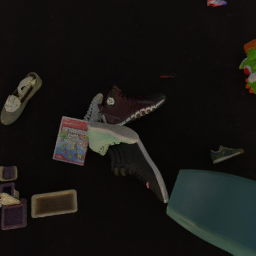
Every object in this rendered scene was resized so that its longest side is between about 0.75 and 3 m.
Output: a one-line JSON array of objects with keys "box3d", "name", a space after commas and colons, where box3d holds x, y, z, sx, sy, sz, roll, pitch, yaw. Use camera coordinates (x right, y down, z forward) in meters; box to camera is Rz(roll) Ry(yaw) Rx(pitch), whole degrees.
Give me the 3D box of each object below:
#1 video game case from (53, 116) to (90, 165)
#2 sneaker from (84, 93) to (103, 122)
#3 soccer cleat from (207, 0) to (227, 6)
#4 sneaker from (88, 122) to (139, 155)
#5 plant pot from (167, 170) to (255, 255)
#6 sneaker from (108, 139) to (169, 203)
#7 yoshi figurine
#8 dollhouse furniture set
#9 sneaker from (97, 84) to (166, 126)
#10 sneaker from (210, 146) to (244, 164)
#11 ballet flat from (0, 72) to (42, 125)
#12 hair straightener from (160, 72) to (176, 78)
[{"box3d": [-2.141, 0.487, 10.885, 1.221, 0.149, 1.708, 11, 85, 5], "name": "video game case"}, {"box3d": [-1.327, -0.617, 11.487, 0.678, 0.628, 1.672, 22, 74, 0], "name": "sneaker"}, {"box3d": [4.521, -6.322, 14.224, 0.971, 0.331, 0.355, 9, 86, 2], "name": "soccer cleat"}, {"box3d": [-0.573, 0.516, 10.585, 1.993, 1.176, 0.734, 13, 28, 15], "name": "sneaker"}, {"box3d": [2.894, 2.650, 9.240, 2.984, 2.109, 2.108, 18, 67, 16], "name": "plant pot"}, {"box3d": [0.278, 1.651, 10.228, 1.460, 1.041, 2.943, -27, 63, -9], "name": "sneaker"}, {"box3d": [5.754, -2.562, 11.973, 1.355, 1.350, 2.412, 2, 68, -6], "name": "yoshi figurine"}, {"box3d": [-3.231, 2.038, 9.476, 2.761, 1.959, 2.188, -7, 66, -3], "name": "dollhouse furniture set"}, {"box3d": [0.075, -1.158, 11.099, 2.793, 1.057, 1.613, -28, 102, -12], "name": "sneaker"}, {"box3d": [3.787, 0.912, 10.824, 1.281, 0.430, 0.575, -20, 72, -5], "name": "sneaker"}, {"box3d": [-4.550, -1.309, 11.642, 0.845, 0.799, 2.508, 26, 68, 11], "name": "ballet flat"}, {"box3d": [1.793, -2.391, 12.459, 0.772, 0.158, 0.297, -2, 68, -6], "name": "hair straightener"}]
